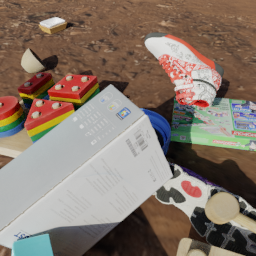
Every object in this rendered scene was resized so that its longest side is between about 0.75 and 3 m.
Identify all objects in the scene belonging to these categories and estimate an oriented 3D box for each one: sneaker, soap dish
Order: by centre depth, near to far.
[{"bbox_3d":[1.661,1.439,5.788,2.710,1.093,1.131,36,20,31],"label":"sneaker"},{"bbox_3d":[1.107,-1.158,5.947,1.954,0.652,1.047,25,77,-16],"label":"sneaker"},{"bbox_3d":[-3.725,-5.093,13.951,0.879,0.454,1.118,28,48,29],"label":"soap dish"}]

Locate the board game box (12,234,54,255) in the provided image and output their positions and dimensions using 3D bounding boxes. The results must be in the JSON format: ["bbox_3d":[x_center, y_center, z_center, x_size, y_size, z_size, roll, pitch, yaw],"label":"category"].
[{"bbox_3d":[-1.127,2.847,3.599,0.519,1.670,2.212,-3,37,-29],"label":"board game box"}]

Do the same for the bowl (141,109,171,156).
[{"bbox_3d":[-0.110,0.344,7.230,2.455,0.482,2.455,-8,36,6],"label":"bowl"}]

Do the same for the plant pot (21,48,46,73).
[{"bbox_3d":[-3.657,-2.454,10.629,0.627,0.934,0.934,-39,46,3],"label":"plant pot"}]

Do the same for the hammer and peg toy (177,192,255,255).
[{"bbox_3d":[1.682,2.439,3.880,2.198,1.054,2.988,14,65,15],"label":"hammer and peg toy"}]

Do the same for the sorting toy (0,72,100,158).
[{"bbox_3d":[-2.364,-0.515,7.746,2.936,1.022,2.919,9,40,25],"label":"sorting toy"}]

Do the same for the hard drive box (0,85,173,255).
[{"bbox_3d":[-0.715,0.947,4.894,2.720,2.120,1.045,-39,50,-9],"label":"hard drive box"}]

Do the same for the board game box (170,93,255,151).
[{"bbox_3d":[2.727,-0.217,8.234,2.836,0.413,1.909,7,41,9],"label":"board game box"}]
